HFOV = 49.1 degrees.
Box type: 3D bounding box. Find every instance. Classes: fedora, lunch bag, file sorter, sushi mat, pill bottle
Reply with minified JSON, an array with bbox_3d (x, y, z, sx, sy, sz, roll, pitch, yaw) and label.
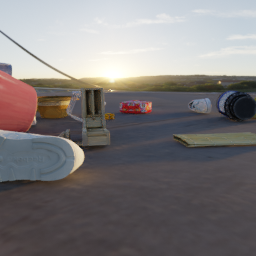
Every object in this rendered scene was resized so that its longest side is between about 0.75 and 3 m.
[{"bbox_3d":[-3.871,-1.111,14.680,2.707,1.104,2.707,0,9,0],"label":"fedora"},{"bbox_3d":[0.416,-1.263,16.712,1.779,0.729,1.567,5,11,25],"label":"lunch bag"},{"bbox_3d":[-1.956,-0.889,12.416,1.271,1.140,1.831,23,0,-19],"label":"file sorter"},{"bbox_3d":[2.955,0.355,8.762,2.818,0.171,1.348,-1,9,-9],"label":"sushi mat"},{"bbox_3d":[5.267,-1.078,13.601,1.398,1.398,2.500,0,10,3],"label":"pill bottle"}]

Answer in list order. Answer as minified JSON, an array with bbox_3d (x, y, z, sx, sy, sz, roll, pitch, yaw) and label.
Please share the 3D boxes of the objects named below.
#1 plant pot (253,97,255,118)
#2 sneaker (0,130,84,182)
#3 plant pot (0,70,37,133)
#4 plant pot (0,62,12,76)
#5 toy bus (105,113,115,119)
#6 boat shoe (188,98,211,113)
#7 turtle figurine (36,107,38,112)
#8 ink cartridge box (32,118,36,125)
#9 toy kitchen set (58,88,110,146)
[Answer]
[{"bbox_3d":[6.883,-1.089,14.373,1.404,0.997,1.404,3,16,-1],"label":"plant pot"},{"bbox_3d":[-2.315,0.535,5.672,2.805,1.072,1.129,8,3,4],"label":"sneaker"},{"bbox_3d":[-4.575,-0.845,9.293,2.479,2.769,2.769,13,-2,-44],"label":"plant pot"},{"bbox_3d":[-6.771,-1.370,11.470,2.982,2.681,2.982,2,9,9],"label":"plant pot"},{"bbox_3d":[-1.077,-0.603,14.124,0.888,0.289,0.348,8,12,40],"label":"toy bus"},{"bbox_3d":[4.284,-1.287,16.910,0.816,0.918,2.497,-8,2,-4],"label":"boat shoe"},{"bbox_3d":[-5.482,-1.262,17.216,1.745,0.562,1.407,-10,-1,9],"label":"turtle figurine"},{"bbox_3d":[-4.357,-0.663,11.639,0.822,1.117,0.808,-13,13,-15],"label":"ink cartridge box"},{"bbox_3d":[-1.412,-0.360,8.379,1.534,1.696,1.880,-3,6,-9],"label":"toy kitchen set"}]
